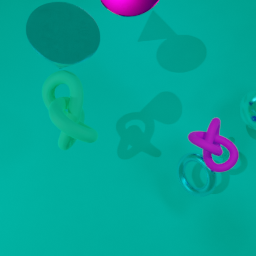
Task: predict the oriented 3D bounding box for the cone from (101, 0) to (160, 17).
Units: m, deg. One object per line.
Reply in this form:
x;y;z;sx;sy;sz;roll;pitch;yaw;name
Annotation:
0.216;-3.473;7.130;1.667;1.673;1.667;1;97;11;cone

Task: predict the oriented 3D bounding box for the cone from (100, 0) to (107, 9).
-0.201;-4.345;8.020;1.370;1.370;1.375;-8;74;-3;cone

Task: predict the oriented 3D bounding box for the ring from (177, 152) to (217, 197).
1.630;1.121;6.730;0.218;1.088;1.088;-12;65;-41;ring

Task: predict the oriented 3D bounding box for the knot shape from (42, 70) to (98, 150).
-1.181;-0.213;5.758;0.802;1.735;1.624;-18;31;-15;knot shape

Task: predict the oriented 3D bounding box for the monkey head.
3.523;-0.463;6.866;1.428;1.196;1.985;15;33;3;monkey head

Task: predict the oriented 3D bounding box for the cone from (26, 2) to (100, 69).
-1.212;-1.394;5.141;1.201;1.205;1.201;6;70;-16;cone

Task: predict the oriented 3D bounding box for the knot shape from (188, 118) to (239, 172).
1.902;0.287;6.190;1.199;0.554;1.122;37;48;-17;knot shape
